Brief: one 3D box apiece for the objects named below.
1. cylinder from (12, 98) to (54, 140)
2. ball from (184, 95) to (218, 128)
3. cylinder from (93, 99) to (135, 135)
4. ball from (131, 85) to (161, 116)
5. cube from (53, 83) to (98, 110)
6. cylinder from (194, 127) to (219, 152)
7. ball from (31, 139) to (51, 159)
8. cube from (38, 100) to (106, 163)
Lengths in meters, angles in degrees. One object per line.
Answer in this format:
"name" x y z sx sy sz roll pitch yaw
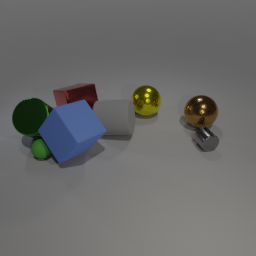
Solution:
"cylinder" -3.387 -0.287 10.595 1.400 1.400 1.400 5 -10 8
"ball" 3.053 -0.678 11.743 1.400 1.400 1.400 0 31 0
"cylinder" -0.533 -0.415 11.088 1.400 1.400 1.400 -2 30 13
"ball" 0.811 -1.237 12.683 1.400 1.400 1.400 0 31 0
"cube" -2.205 -1.097 12.131 1.400 1.400 1.400 -21 20 -31
"cylinder" 2.965 0.425 10.605 0.700 0.700 0.700 -9 32 -14
"ball" -3.087 0.741 9.968 0.700 0.700 0.700 0 31 0
"cube" -1.892 0.097 9.525 1.400 1.400 1.400 54 38 9
